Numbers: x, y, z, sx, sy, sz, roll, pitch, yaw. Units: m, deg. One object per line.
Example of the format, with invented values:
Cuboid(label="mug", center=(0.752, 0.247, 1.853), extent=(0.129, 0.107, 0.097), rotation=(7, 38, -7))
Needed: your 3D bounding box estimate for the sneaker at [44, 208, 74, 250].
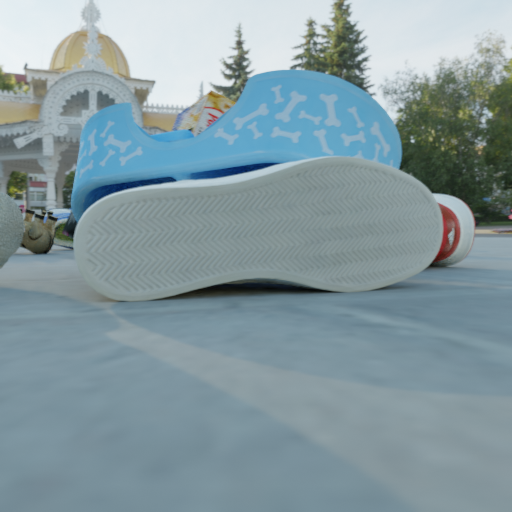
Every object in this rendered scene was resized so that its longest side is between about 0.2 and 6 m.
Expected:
Cuboid(label="sneaker", center=(-4.049, -0.582, 14.432), extent=(3.093, 1.171, 1.191), rotation=(-3, 20, -11))

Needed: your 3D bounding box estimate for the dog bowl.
Cuboid(label="dog bowl", center=(-0.354, -0.670, 5.804), extent=(3.594, 0.891, 2.003), rotation=(-4, -36, 24))

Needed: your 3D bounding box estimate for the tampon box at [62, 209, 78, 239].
Cuboid(label="tampon box", center=(-2.666, -0.627, 9.918), extent=(1.191, 0.752, 0.892), rotation=(-11, -33, 44))

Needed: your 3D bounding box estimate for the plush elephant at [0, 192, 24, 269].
Cuboid(label="plush elephant", center=(-3.224, -0.804, 4.499), extent=(2.206, 2.347, 2.849), rotation=(-16, 39, -27))

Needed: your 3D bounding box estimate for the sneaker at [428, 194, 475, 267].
Cuboid(label="sneaker", center=(1.029, -0.492, 7.764), extent=(1.947, 1.320, 3.370), rotation=(0, 1, -41))

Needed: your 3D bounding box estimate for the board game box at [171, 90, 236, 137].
Cuboid(label="board game box", center=(-1.498, -1.536, 11.107), extent=(0.703, 3.035, 2.299), rotation=(22, -5, -22))

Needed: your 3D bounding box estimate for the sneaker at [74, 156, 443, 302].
Cuboid(label="sneaker", center=(-0.050, -0.263, 4.763), extent=(2.899, 1.068, 1.675), rotation=(-2, 6, -19))

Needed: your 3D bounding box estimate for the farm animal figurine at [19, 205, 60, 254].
Cuboid(label="farm animal figurine", center=(-4.949, -0.484, 11.885), extent=(1.995, 1.052, 2.018), rotation=(17, 4, 35))
